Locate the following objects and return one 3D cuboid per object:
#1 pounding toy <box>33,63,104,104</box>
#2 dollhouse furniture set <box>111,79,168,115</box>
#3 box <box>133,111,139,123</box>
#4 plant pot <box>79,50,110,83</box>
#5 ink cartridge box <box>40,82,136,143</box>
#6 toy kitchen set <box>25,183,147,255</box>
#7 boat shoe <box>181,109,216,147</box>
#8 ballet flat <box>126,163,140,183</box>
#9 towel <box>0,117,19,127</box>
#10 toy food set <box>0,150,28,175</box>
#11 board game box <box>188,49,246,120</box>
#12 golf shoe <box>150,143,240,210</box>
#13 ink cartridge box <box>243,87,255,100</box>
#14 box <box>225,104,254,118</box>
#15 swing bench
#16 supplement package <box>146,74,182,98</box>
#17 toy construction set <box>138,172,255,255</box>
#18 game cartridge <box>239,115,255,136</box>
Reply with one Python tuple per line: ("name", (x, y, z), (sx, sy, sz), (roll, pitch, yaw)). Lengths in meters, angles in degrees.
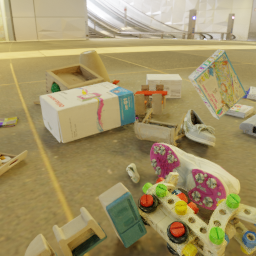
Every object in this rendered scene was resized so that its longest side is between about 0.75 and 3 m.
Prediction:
("pounding toy", (-2.842, -1.735, 13.185), (2.484, 1.766, 2.287), (-23, 46, -37))
("dollhouse furniture set", (0.532, -1.535, 12.542), (2.454, 1.278, 2.480), (0, 18, 10))
("box", (0.017, -0.484, 11.681), (0.773, 0.195, 1.081), (-2, 24, -4))
("plant pot", (-2.106, -3.436, 16.178), (1.805, 1.927, 1.805), (-9, 26, 5))
("ink cartridge box", (-1.541, -0.709, 10.591), (2.998, 1.269, 2.166), (-18, 27, -27))
("toy kitchen set", (-0.404, 2.183, 4.517), (1.978, 1.165, 1.585), (-31, 33, -17))
("boat shoe", (2.405, -0.018, 9.633), (0.826, 0.719, 2.242), (17, 17, -10))
("ballet flat", (0.102, 1.163, 7.533), (0.288, 0.288, 0.830), (-6, 23, -14))
("towel", (-5.024, -0.233, 11.141), (1.230, 0.140, 0.883), (-4, 24, -10))
("toy food set", (-3.930, 0.846, 8.063), (1.637, 0.495, 1.175), (7, 24, 17))
("board game box", (2.037, -0.948, 6.292), (0.901, 1.340, 0.229), (-42, 33, 0))
("golf shoe", (1.608, 1.116, 7.102), (1.186, 0.976, 2.591), (-1, 24, -37))
("ink cartridge box", (6.770, -1.832, 14.752), (1.619, 0.329, 1.616), (9, 24, 21))
("box", (4.699, -0.829, 12.413), (1.332, 0.274, 1.038), (20, 30, 37))
("swing bench", (1.124, 0.030, 9.598), (1.371, 0.894, 1.379), (12, 31, 25))
("supplement package", (1.876, -2.256, 14.907), (1.781, 0.987, 1.387), (1, 23, 1))
("toy construction set", (1.192, 1.570, 5.416), (1.670, 1.173, 2.546), (-29, 29, -25))
("game cartridge", (5.601, 0.057, 10.039), (2.584, 0.537, 1.721), (20, 34, 40))
